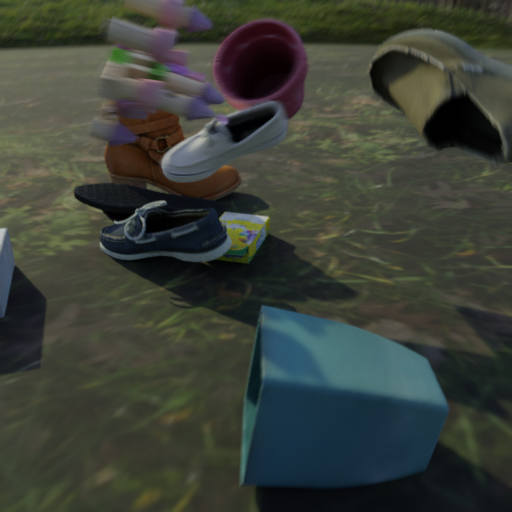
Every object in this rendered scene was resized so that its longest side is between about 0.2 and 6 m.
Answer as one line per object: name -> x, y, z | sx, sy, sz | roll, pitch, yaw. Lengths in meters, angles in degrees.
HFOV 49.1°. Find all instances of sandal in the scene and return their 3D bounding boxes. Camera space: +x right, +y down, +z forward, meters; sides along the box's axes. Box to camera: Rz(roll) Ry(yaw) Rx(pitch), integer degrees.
sandal -> -2.025, -0.804, 10.721 | 2.913, 0.697, 1.095 | 9, 23, -10

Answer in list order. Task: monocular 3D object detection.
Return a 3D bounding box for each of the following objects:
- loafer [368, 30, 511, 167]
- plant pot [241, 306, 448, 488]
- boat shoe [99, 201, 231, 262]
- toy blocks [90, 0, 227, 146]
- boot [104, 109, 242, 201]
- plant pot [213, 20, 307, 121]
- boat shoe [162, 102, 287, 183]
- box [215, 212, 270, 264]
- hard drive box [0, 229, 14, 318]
loafer -> 2.495, -2.100, 7.376 | 1.075, 1.161, 3.087 | -31, 43, -18
plant pot -> 0.812, 1.397, 5.398 | 1.742, 1.231, 1.230 | 7, 25, -3
boat shoe -> -1.646, -0.420, 9.260 | 2.609, 0.807, 0.977 | 6, 39, 34
toy blocks -> -1.088, -2.070, 6.842 | 1.448, 1.720, 1.607 | 14, 38, -14
boot -> -1.702, -2.275, 11.759 | 2.911, 2.260, 1.116 | -7, 26, -13
plant pot -> 0.204, -3.053, 9.781 | 1.544, 1.544, 1.382 | 9, -8, 19
boat shoe -> -0.542, -1.860, 8.976 | 2.160, 0.710, 0.777 | -18, 66, 1
box -> -0.380, -0.303, 9.862 | 0.916, 0.378, 1.561 | 8, 25, 15
hard drive box -> -4.418, 0.282, 8.259 | 1.380, 0.680, 1.770 | -7, 26, -14
